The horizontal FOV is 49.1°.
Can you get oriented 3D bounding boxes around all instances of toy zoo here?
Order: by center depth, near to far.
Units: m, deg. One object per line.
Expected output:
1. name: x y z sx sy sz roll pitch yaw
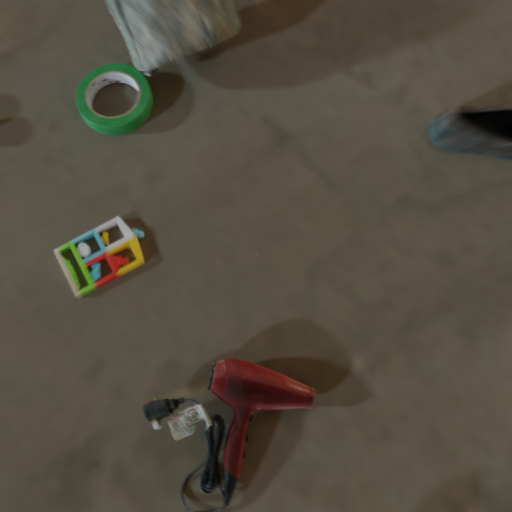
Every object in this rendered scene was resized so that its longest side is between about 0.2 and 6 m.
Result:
1. toy zoo: -2.467 -0.037 9.136 1.404 0.144 0.921 -29 73 -9

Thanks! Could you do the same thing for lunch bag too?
1. lunch bag: -1.611 -4.428 9.366 1.886 2.249 1.567 -37 37 -23

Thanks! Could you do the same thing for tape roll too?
1. tape roll: -2.515 -2.789 9.969 1.300 0.312 1.300 0 72 -1

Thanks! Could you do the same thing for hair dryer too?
1. hair dryer: -0.263 2.421 8.181 2.413 0.656 1.838 -27 90 -4

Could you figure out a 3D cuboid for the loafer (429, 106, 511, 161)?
1. loafer: 4.232 -2.127 9.463 2.432 0.765 0.874 1 80 -2
